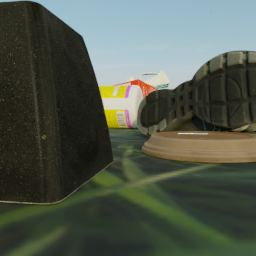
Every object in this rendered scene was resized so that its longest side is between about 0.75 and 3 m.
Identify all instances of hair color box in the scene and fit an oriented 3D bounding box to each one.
[{"bbox_3d":[0.416,-0.805,9.365,1.415,0.816,2.552,-9,-10,31],"label":"hair color box"}]

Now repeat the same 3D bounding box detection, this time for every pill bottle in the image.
[{"bbox_3d":[-0.727,-0.564,7.494,2.159,1.126,1.126,1,4,13],"label":"pill bottle"}]

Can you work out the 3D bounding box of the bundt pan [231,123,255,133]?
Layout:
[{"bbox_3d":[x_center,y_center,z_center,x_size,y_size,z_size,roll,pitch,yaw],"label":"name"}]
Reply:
[{"bbox_3d":[2.276,-0.409,6.346,2.495,0.936,2.495,-1,3,0],"label":"bundt pan"}]

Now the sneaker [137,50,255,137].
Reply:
[{"bbox_3d":[1.236,-0.363,4.064,1.026,0.976,2.589,9,-11,-34],"label":"sneaker"}]

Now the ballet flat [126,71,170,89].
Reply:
[{"bbox_3d":[0.421,-1.600,10.281,2.226,0.799,0.799,-15,5,-7],"label":"ballet flat"}]

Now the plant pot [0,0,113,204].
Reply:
[{"bbox_3d":[-0.824,-0.197,1.984,1.208,1.074,1.211,0,4,10],"label":"plant pot"}]

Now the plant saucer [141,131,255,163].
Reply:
[{"bbox_3d":[0.849,0.170,3.115,1.406,0.207,1.406,-1,3,0],"label":"plant saucer"}]
